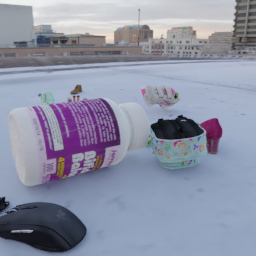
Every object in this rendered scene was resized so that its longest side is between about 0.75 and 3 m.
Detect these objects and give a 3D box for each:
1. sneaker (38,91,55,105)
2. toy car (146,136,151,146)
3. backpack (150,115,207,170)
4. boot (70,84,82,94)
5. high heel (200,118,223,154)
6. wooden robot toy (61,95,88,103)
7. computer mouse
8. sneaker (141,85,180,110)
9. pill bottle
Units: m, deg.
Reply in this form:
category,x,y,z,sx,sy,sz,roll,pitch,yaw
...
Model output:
category,x,y,z,sx,sy,sz,roll,pitch,yaw
sneaker,-3.013,-0.880,10.832,0.613,0.983,1.667,-11,22,-35
toy car,0.649,0.365,8.312,0.825,0.184,0.776,8,20,26
backpack,1.213,0.361,6.765,1.317,1.117,1.483,-8,11,-2
boot,-2.921,-2.174,15.700,0.428,0.439,1.163,7,20,15
high heel,2.209,-0.072,8.319,0.700,0.998,2.077,-4,19,-12
wooden robot toy,-2.329,-1.107,12.399,1.219,0.537,0.553,-6,30,-18
computer mouse,-1.792,1.519,4.285,2.097,0.483,1.472,7,18,22
sneaker,1.347,-1.375,11.292,0.945,0.871,2.142,-27,-20,35
pill bottle,-1.032,0.190,6.456,2.964,1.664,1.664,-11,21,-30
